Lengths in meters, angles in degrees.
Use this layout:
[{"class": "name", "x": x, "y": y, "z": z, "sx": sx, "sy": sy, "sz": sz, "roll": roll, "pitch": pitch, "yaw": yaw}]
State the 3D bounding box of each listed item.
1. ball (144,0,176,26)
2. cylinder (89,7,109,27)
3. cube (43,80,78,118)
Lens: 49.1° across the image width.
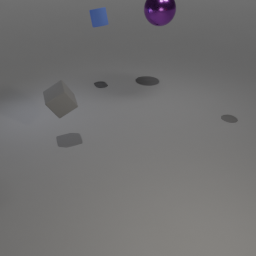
[{"class": "ball", "x": 1.392, "y": -5.179, "z": 12.210, "sx": 1.400, "sy": 1.400, "sz": 1.400, "roll": 0, "pitch": 30, "yaw": 0}, {"class": "cylinder", "x": -1.234, "y": -4.708, "z": 11.917, "sx": 0.700, "sy": 0.700, "sz": 0.700, "roll": -9, "pitch": 24, "yaw": 4}, {"class": "cube", "x": -2.036, "y": -0.868, "z": 8.449, "sx": 0.700, "sy": 0.700, "sz": 0.700, "roll": -32, "pitch": 44, "yaw": 5}]
